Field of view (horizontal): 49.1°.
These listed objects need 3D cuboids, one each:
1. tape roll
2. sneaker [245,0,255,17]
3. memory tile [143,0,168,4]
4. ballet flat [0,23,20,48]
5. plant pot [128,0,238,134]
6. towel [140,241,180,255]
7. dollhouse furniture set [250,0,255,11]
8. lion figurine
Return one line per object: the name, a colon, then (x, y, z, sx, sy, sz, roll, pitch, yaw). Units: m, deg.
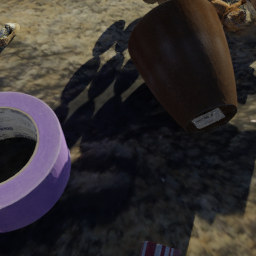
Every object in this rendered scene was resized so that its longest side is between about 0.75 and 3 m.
tape roll: (-2.786, 0.672, 6.147, 2.891, 1.228, 2.891, 0, 56, 0)
sneaker: (5.223, -4.611, 10.061, 2.110, 0.842, 1.373, 11, 55, 8)
memory tile: (0.831, -4.877, 9.146, 1.906, 2.487, 0.209, 14, 79, 0)
ballet flat: (-4.004, -3.206, 9.331, 0.454, 0.420, 1.288, 9, 56, 3)
plant pot: (1.522, -1.295, 6.915, 2.494, 2.494, 2.669, -12, 62, -8)
towel: (0.613, 2.589, 5.509, 0.763, 0.087, 0.550, 12, 58, 10)
dollhouse furniture set: (5.256, -4.339, 9.021, 2.123, 2.019, 1.730, -11, 67, -5)
lion figurine: (3.218, -4.219, 9.798, 1.418, 0.839, 2.316, -38, 62, -24)
